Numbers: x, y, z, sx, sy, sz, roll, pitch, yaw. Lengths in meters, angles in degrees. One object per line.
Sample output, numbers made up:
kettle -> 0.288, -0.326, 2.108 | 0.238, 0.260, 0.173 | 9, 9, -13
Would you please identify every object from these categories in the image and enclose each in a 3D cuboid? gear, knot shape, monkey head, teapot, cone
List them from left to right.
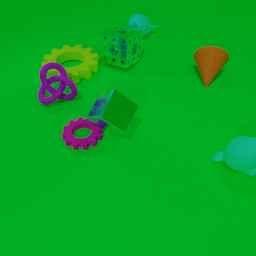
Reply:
knot shape -> -2.160, -1.351, 8.297 | 1.266, 1.185, 0.585 | -10, 9, 5
gear -> -1.953, -2.217, 9.604 | 1.867, 0.345, 1.867 | 0, 47, 0
gear -> -1.216, 0.132, 7.502 | 1.066, 0.197, 1.066 | 0, 46, 0
teapot -> 0.536, -4.020, 11.002 | 0.721, 0.916, 1.473 | 9, 15, 44
cone -> 2.627, -1.825, 9.125 | 1.156, 1.156, 1.160 | 11, 72, 10
monkey head -> 2.767, 0.496, 6.472 | 0.933, 1.548, 1.113 | 39, 50, -11

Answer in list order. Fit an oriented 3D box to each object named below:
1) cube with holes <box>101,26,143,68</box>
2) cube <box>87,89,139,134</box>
cube with holes -> -0.216, -2.802, 9.628 | 1.015, 1.015, 1.015 | 20, 37, 23
cube -> -0.389, -0.402, 7.086 | 0.819, 0.819, 0.819 | 1, 62, 59
